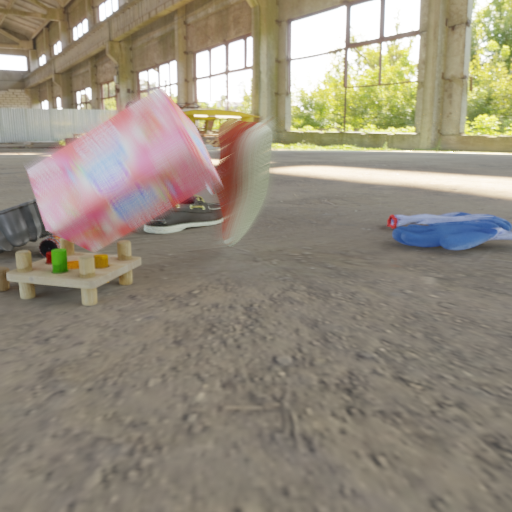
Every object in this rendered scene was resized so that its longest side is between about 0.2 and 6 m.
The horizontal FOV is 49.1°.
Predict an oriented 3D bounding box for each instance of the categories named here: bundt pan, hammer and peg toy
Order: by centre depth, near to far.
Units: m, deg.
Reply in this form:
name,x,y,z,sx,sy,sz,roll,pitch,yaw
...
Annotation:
name,x,y,z,sx,sy,sz,roll,pitch,yaw
hammer and peg toy,-3.151,0.155,9.054,2.184,0.770,1.606,4,14,17
bundt pan,-4.834,-0.601,11.277,2.133,0.801,2.133,-19,12,4

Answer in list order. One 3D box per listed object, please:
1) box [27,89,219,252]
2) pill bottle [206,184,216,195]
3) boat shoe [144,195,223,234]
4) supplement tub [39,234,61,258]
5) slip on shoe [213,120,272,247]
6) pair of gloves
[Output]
name,x,y,z,sx,sy,sz,roll,pitch,yaw
box,-2.003,-1.241,8.556,2.461,1.165,1.263,-28,-22,8
pill bottle,-0.951,-1.895,14.168,0.693,0.402,0.402,-36,18,-2
boat shoe,-1.730,-1.161,14.331,0.961,0.812,2.697,10,17,36
supplement tub,-4.085,-0.229,11.382,0.415,0.415,0.777,0,14,-1
slip on shoe,-0.359,-1.340,10.585,0.894,2.923,1.083,26,52,15
pair of gloves,4.589,-0.589,12.926,2.982,0.423,3.709,0,13,9
